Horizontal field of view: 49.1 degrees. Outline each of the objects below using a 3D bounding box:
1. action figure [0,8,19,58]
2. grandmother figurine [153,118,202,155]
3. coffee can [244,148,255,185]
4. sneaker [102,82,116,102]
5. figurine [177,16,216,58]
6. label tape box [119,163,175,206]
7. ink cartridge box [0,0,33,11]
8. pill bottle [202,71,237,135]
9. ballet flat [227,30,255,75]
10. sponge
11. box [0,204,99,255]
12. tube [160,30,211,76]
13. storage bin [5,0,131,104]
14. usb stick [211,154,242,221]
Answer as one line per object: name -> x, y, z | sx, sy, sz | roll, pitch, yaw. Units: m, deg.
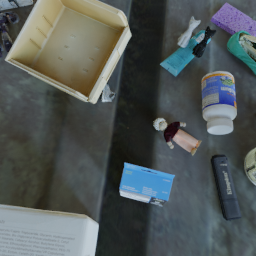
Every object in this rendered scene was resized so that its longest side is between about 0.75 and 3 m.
action figure -> -4.696, -3.712, 10.322 | 1.447, 0.771, 2.224 | -18, 66, -1
grandmother figurine -> 1.528, 0.176, 8.901 | 1.586, 0.480, 0.961 | 32, 62, 9
coffee can -> 4.283, 0.883, 7.820 | 1.386, 1.894, 1.386 | 0, 68, 0
sneaker -> -0.638, -1.278, 9.588 | 0.490, 0.319, 0.849 | 4, 78, -4
figurine -> 2.311, -3.106, 9.504 | 1.047, 1.021, 0.451 | 39, 35, 12
label tape box -> 0.451, 1.584, 7.574 | 1.318, 1.828, 0.578 | 13, 69, 5
ink cartridge box -> -4.572, -5.315, 11.038 | 1.398, 0.589, 1.011 | -14, 69, -6
pill bottle -> 2.906, -0.776, 8.955 | 1.042, 1.042, 1.859 | 3, 68, 1
ballet flat -> 4.601, -2.394, 9.657 | 0.907, 0.948, 2.694 | -38, 73, -18
sponge -> 4.147, -3.994, 10.681 | 1.746, 0.260, 0.974 | 40, 73, 14
box -> -2.110, 3.088, 6.612 | 2.480, 2.468, 2.125 | 7, 68, 3
tube -> 2.124, -2.714, 10.078 | 2.001, 0.504, 0.775 | -42, 62, -10
storage bin -> -1.817, -2.677, 9.146 | 2.886, 1.362, 2.907 | 27, 87, 11
usb stick -> 2.897, 1.742, 8.330 | 0.537, 0.316, 1.938 | -5, 68, -2
